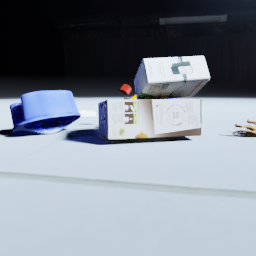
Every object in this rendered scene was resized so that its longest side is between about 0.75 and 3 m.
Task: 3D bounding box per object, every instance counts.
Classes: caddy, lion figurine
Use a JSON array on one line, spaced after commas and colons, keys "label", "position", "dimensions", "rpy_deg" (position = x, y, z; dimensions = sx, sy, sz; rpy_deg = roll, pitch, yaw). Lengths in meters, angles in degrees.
[{"label": "caddy", "position": [-2.571, -0.376, 8.847], "dimensions": [1.590, 1.180, 2.249], "rpy_deg": [-24, -8, 40]}, {"label": "lion figurine", "position": [3.898, 0.038, 8.467], "dimensions": [1.473, 0.534, 0.902], "rpy_deg": [-24, 29, -37]}]

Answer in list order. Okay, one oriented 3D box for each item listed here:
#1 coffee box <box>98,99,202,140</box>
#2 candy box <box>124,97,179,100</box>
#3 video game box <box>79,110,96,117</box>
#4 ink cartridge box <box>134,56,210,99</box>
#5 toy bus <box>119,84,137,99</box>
[{"label": "coffee box", "position": [0.564, -0.268, 7.895], "dimensions": [2.611, 1.041, 1.493], "rpy_deg": [-2, 3, -14]}, {"label": "candy box", "position": [1.307, -1.212, 15.317], "dimensions": [2.463, 0.949, 2.082], "rpy_deg": [3, 7, 28]}, {"label": "video game box", "position": [-2.360, -0.735, 14.357], "dimensions": [1.233, 0.289, 1.123], "rpy_deg": [-3, 11, -21]}, {"label": "ink cartridge box", "position": [1.211, -1.403, 8.084], "dimensions": [1.825, 0.758, 1.338], "rpy_deg": [-5, -16, -13]}, {"label": "toy bus", "position": [0.436, -0.543, 10.096], "dimensions": [2.056, 1.940, 1.063], "rpy_deg": [0, -36, -5]}]
